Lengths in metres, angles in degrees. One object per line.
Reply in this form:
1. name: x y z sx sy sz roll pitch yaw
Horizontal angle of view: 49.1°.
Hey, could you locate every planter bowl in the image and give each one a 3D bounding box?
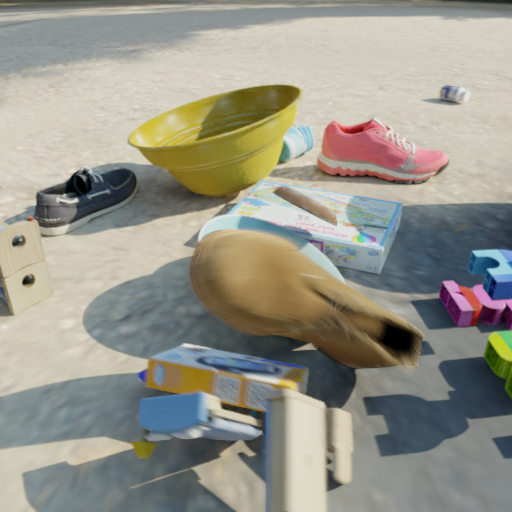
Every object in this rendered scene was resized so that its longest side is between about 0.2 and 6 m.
1. planter bowl: -0.672 -2.241 11.587 3.645 1.518 3.645 -12 28 6

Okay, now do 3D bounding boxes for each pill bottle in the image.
1. pill bottle: 6.320 -5.147 17.837 0.480 0.480 0.864 -27 40 -37

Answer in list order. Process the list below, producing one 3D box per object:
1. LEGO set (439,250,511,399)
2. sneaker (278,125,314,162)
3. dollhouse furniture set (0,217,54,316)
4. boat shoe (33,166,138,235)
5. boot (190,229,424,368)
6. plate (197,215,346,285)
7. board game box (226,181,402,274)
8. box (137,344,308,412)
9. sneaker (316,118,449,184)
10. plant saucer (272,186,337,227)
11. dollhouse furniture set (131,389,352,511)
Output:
1. LEGO set: 3.649 0.942 6.714 1.440 1.338 3.509 -3 32 -5
2. sneaker: 0.658 -2.988 13.950 1.251 0.762 1.917 -23 47 -30
3. dollhouse furniture set: -4.192 0.207 7.902 1.366 1.359 1.939 22 37 32
4. boat shoe: -3.248 -1.305 10.974 0.970 0.837 2.670 15 34 23
5. boot: 0.687 0.513 6.069 3.018 1.111 1.139 28 -15 -34
6. plate: 0.248 0.269 8.121 2.450 0.313 2.450 21 31 -14
7. board game box: 1.041 -0.607 10.139 2.840 0.486 1.909 12 32 19
8. box: -0.394 1.366 6.456 1.846 0.383 1.099 10 2 14
9. sneaker: 2.821 -2.383 12.387 2.917 1.265 1.075 5 31 7
10. plant saucer: 0.802 -0.812 8.858 1.167 0.201 1.167 28 4 -2
11. dollhouse furniture set: -0.141 2.063 5.553 1.732 1.635 1.130 -12 62 28
